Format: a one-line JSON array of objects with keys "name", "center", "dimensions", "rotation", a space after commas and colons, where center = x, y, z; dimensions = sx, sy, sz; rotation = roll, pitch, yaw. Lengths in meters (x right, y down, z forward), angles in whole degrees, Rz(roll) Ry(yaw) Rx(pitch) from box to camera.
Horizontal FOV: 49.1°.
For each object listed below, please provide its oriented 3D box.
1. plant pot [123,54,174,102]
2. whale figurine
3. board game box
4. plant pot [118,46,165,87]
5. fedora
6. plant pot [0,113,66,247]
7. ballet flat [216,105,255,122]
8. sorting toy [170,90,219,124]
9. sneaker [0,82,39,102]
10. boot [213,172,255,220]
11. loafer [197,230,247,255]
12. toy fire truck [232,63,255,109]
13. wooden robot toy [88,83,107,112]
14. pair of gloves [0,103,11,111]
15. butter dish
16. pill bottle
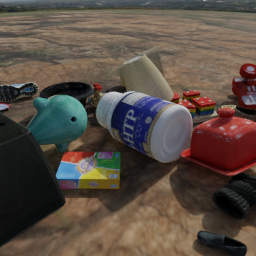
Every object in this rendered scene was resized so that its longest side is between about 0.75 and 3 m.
[{"name": "plant pot", "center": [0.624, -1.869, 11.278], "dimensions": [1.857, 1.982, 1.857], "rotation": [-23, 22, 10]}, {"name": "whale figurine", "center": [-2.303, -0.049, 8.574], "dimensions": [2.412, 1.919, 1.251], "rotation": [-34, 22, -34]}, {"name": "board game box", "center": [-1.080, 1.184, 8.021], "dimensions": [1.723, 0.348, 1.319], "rotation": [0, 29, 0]}, {"name": "plant pot", "center": [0.658, -2.811, 13.981], "dimensions": [2.118, 1.984, 1.984], "rotation": [-14, 28, 9]}, {"name": "fedora", "center": [-2.435, -1.120, 11.491], "dimensions": [2.244, 1.025, 2.244], "rotation": [1, 28, 0]}, {"name": "plant pot", "center": [-3.211, 1.003, 6.513], "dimensions": [2.413, 2.140, 2.407], "rotation": [23, 35, 37]}, {"name": "ballet flat", "center": [4.847, -0.508, 10.436], "dimensions": [2.979, 0.691, 1.004], "rotation": [13, 32, 16]}, {"name": "sorting toy", "center": [2.408, -0.948, 11.536], "dimensions": [1.946, 0.681, 1.958], "rotation": [-10, 31, -17]}, {"name": "sneaker", "center": [-5.220, -1.654, 13.026], "dimensions": [1.994, 0.782, 0.897], "rotation": [-10, 10, -22]}, {"name": "boot", "center": [3.059, 1.717, 6.694], "dimensions": [1.731, 0.651, 1.294], "rotation": [10, 22, 39]}, {"name": "loafer", "center": [1.960, 2.366, 5.866], "dimensions": [1.017, 0.357, 0.345], "rotation": [15, 32, 25]}, {"name": "toy fire truck", "center": [5.980, -1.688, 12.477], "dimensions": [2.535, 1.421, 2.129], "rotation": [-3, 53, -4]}, {"name": "wooden robot toy", "center": [-0.955, -1.274, 11.954], "dimensions": [1.067, 1.036, 2.352], "rotation": [-1, 27, -24]}, {"name": "pair of gloves", "center": [-6.428, -0.658, 11.429], "dimensions": [2.812, 0.320, 2.261], "rotation": [12, 29, 19]}, {"name": "butter dish", "center": [2.878, 0.203, 8.181], "dimensions": [2.197, 1.624, 2.191], "rotation": [-15, 19, -26]}, {"name": "pill bottle", "center": [0.382, -0.211, 9.035], "dimensions": [1.765, 1.765, 2.948], "rotation": [-24, 33, -37]}]
